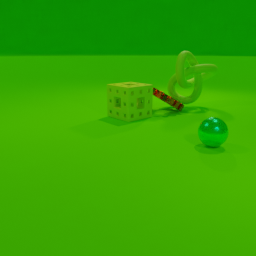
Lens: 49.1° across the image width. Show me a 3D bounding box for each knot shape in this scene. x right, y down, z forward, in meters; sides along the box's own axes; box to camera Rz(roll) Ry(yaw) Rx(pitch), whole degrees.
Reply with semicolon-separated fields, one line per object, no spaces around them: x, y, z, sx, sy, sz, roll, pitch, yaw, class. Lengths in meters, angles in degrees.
2.571;-2.001;10.898;1.935;2.068;0.955;-15;40;-14;knot shape

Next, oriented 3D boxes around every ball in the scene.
2.017;0.099;6.649;0.706;0.706;0.706;0;16;0;ball

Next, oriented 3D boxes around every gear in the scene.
1.424;-1.072;10.354;1.374;0.254;1.374;30;8;-4;gear

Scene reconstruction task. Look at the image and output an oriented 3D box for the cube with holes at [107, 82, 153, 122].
0.057;-0.921;9.489;1.103;1.103;1.103;-14;21;-39;cube with holes
